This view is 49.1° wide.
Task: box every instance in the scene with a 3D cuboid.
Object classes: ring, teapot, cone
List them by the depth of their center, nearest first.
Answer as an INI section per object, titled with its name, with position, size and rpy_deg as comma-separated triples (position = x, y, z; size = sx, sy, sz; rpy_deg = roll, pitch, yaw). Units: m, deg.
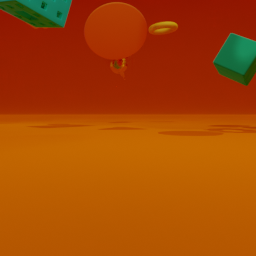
[cone]
position = -0.327, -2.522, 6.385
size = 1.346, 1.351, 1.346
rpy_deg = -5, -39, -4
[ring]
position = 1.445, -4.105, 11.549
size = 1.203, 0.241, 1.203
rpy_deg = -5, 4, 0
[teapot]
position = -0.356, -2.605, 11.831
size = 0.737, 1.186, 0.580
rpy_deg = -21, -2, 9

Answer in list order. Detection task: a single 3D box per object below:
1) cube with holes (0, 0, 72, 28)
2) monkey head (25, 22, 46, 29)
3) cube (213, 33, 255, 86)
[cube with holes]
position = -2.310, -3.415, 6.924
size = 1.332, 1.332, 1.332
rpy_deg = 17, 1, 39
[monkey head]
position = -2.616, -3.598, 8.285
size = 1.177, 1.637, 0.986
rpy_deg = -8, 46, 7
[cube]
position = 3.168, -1.929, 7.975
size = 0.961, 0.961, 0.961
rpy_deg = 34, 7, 29
